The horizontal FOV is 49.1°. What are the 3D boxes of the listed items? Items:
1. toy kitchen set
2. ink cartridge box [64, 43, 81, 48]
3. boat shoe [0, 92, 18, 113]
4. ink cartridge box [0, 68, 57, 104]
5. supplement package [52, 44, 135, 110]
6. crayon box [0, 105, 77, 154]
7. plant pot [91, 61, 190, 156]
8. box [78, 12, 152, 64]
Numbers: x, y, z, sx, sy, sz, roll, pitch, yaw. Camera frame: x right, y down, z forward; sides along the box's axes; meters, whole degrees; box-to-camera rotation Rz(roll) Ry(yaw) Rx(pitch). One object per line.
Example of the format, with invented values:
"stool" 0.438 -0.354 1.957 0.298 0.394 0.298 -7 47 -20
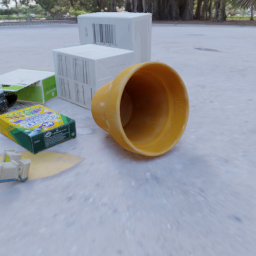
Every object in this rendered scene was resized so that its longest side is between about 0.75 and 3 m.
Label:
"toy kitchen set" -2.848 0.944 5.958 0.990 0.728 1.236 22 12 40
"ink cartridge box" -2.313 -2.864 12.643 0.591 1.741 1.010 23 33 35
"boat shoe" -4.408 -0.865 9.660 0.561 0.680 1.981 0 23 -1
"ink cartridge box" -4.023 -1.440 10.525 1.908 0.978 2.581 9 27 18
"supplement package" -1.285 -1.985 10.574 2.506 1.888 1.902 22 33 38
"crayon box" -2.723 -0.092 8.076 2.213 0.571 1.391 21 32 38
"plant pot" 0.110 -0.520 7.422 2.237 2.237 2.048 -17 14 -33
"box" -0.571 -3.881 13.390 2.976 2.991 1.955 13 30 27
